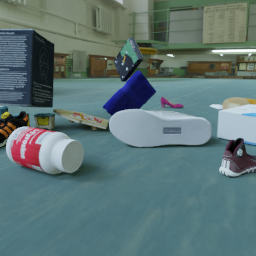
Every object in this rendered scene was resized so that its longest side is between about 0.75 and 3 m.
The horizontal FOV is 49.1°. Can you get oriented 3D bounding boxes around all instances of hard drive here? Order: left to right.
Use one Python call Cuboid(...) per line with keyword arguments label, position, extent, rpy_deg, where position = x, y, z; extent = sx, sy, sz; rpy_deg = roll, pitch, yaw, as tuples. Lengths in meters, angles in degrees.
Cuboid(label="hard drive", position=(-0.012, -2.389, 9.900), extent=(0.253, 0.934, 1.336), rpy_deg=(-10, -21, -32))

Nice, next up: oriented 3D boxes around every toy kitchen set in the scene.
Cuboid(label="toy kitchen set", position=(-3.343, -0.307, 9.147), extent=(1.331, 0.979, 1.662), rpy_deg=(0, 13, 10))

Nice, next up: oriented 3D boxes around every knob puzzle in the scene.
Cuboid(label="knob puzzle", position=(-1.735, -0.293, 10.137), extent=(2.198, 0.305, 2.198), rpy_deg=(15, 9, -2))

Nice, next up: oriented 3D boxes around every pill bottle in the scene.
Cuboid(label="pill bottle", position=(-1.751, 0.483, 5.965), extent=(1.563, 0.877, 0.877), rpy_deg=(7, 15, 30))

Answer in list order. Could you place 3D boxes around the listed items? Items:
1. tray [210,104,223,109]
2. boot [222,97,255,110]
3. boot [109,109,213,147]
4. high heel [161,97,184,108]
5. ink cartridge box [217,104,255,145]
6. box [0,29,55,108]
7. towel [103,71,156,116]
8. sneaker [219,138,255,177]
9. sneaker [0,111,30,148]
Cuboid(label="tray", position=(4.832, -1.135, 14.871), extent=(0.584, 0.121, 1.087), rpy_deg=(-1, 13, -9))
Cuboid(label="boot", position=(5.465, -0.709, 11.616), extent=(1.850, 0.909, 2.585), rpy_deg=(-5, 17, -45))
Cuboid(label="boot", position=(0.894, -0.005, 8.288), extent=(2.893, 1.064, 1.383), rpy_deg=(7, 5, -4))
Cuboid(label="high heel", position=(2.329, -1.343, 14.718), extent=(1.219, 0.586, 0.411), rpy_deg=(-1, 13, -2))
Cuboid(label="ink cartridge box", position=(4.006, -0.149, 8.722), extent=(2.119, 0.887, 1.538), rpy_deg=(-12, 17, -43))
Cuboid(label="box", position=(-3.380, -1.884, 9.352), extent=(1.255, 2.343, 1.739), rpy_deg=(3, 2, 7))
Cuboid(label="towel", position=(0.052, -1.088, 10.135), extent=(0.455, 1.838, 1.357), rpy_deg=(46, 3, 42))
Cuboid(label="sneaker", position=(2.488, 0.551, 5.945), extent=(1.305, 0.754, 0.494), rpy_deg=(-9, 16, -35))
Cuboid(label="sneaker", position=(-3.633, 0.007, 8.042), extent=(0.691, 0.890, 1.977), rpy_deg=(5, 14, 23))
